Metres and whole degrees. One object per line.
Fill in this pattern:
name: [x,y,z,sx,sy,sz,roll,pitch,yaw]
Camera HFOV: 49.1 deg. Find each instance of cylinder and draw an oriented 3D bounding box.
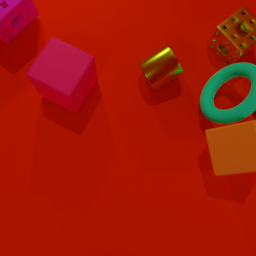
cylinder: [0.893,-1.653,7.673,0.937,0.937,0.937,-30,80,11]

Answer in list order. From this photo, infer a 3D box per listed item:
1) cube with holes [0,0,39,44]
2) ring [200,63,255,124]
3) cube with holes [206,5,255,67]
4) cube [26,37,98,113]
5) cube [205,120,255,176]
cube with holes: [-3.529,-3.436,7.707,1.330,1.330,1.330,45,85,-5]
ring: [2.685,-0.914,7.277,0.357,1.783,1.783,33,78,-35]
cube with holes: [3.060,-2.526,7.918,1.013,1.013,1.013,-39,81,-7]
cube: [-1.682,-1.373,7.477,1.256,1.256,1.256,27,75,5]
cube: [2.716,0.473,6.943,1.144,1.144,1.144,-13,86,29]
